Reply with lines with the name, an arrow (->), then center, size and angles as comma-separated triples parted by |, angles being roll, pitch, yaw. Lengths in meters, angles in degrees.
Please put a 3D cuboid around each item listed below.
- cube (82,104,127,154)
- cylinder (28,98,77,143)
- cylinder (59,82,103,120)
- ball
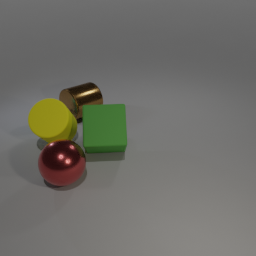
cube -> -0.788, 0.060, 9.610 | 1.400, 1.400, 1.400 | -2, -13, -4
cylinder -> -2.646, -0.178, 10.037 | 1.400, 1.400, 1.400 | 2, -14, 3
cylinder -> -2.048, -1.175, 12.255 | 1.400, 1.400, 1.400 | 26, 37, 37
ball -> -1.956, 1.026, 8.356 | 1.400, 1.400, 1.400 | 0, 30, 0
